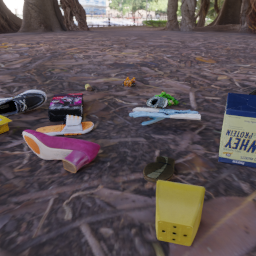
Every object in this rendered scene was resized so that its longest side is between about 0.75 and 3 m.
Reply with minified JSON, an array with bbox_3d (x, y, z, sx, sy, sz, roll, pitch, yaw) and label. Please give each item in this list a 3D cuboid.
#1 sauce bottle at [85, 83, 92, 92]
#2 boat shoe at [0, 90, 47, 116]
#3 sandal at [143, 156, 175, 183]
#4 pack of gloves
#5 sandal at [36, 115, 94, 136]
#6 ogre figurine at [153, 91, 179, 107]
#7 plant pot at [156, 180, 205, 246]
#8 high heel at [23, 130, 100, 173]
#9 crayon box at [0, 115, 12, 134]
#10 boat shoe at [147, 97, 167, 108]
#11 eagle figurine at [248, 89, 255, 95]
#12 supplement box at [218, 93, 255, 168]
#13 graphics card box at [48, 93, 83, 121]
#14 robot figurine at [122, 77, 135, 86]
[{"bbox_3d":[-2.290,-2.339,15.957,0.319,0.319,0.966,-8,26,-17],"label":"sauce bottle"},{"bbox_3d":[-4.841,-1.048,12.436,2.532,0.908,0.858,-13,27,-21],"label":"boat shoe"},{"bbox_3d":[0.908,1.247,7.959,0.770,0.514,1.884,13,13,12],"label":"sandal"},{"bbox_3d":[1.531,-0.426,11.752,2.865,0.565,2.407,4,10,12],"label":"pack of gloves"},{"bbox_3d":[-2.411,-0.131,10.713,2.211,0.634,0.847,-7,25,-15],"label":"sandal"},{"bbox_3d":[1.748,-1.361,13.533,1.259,0.618,0.755,-22,47,-11],"label":"ogre figurine"},{"bbox_3d":[1.056,1.874,6.000,1.041,1.041,0.918,6,37,13],"label":"plant pot"},{"bbox_3d":[-2.176,0.465,8.994,2.549,0.859,1.223,20,41,28],"label":"high heel"},{"bbox_3d":[-5.674,-0.096,10.687,2.322,0.590,1.474,17,29,34],"label":"crayon box"},{"bbox_3d":[1.191,-1.200,12.675,0.474,0.559,1.535,13,0,-26],"label":"boat shoe"},{"bbox_3d":[5.302,-1.197,10.055,2.261,2.249,2.980,10,-7,-16],"label":"eagle figurine"},{"bbox_3d":[3.679,0.005,9.014,1.200,1.785,1.787,9,26,18],"label":"supplement box"},{"bbox_3d":[-2.758,-0.982,12.671,1.404,0.569,2.238,-2,26,-5],"label":"graphics card box"},{"bbox_3d":[0.066,-2.788,16.908,0.824,0.331,1.136,3,25,11],"label":"robot figurine"}]
